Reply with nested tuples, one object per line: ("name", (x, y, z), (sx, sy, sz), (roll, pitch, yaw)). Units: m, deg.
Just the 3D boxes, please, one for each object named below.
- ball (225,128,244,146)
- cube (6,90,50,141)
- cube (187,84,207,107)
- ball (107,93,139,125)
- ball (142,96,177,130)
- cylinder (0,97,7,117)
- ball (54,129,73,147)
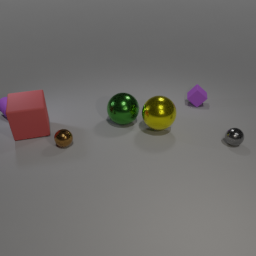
("ball", (4.078, 0.337, 10.726), (0.700, 0.700, 0.700), (0, 29, 0))
("cube", (-4.008, -0.539, 11.335), (1.400, 1.400, 1.400), (-9, 40, -12))
("cube", (3.419, -1.596, 13.851), (0.700, 0.700, 0.700), (39, 33, -13))
("ball", (-0.214, -0.828, 12.095), (1.400, 1.400, 1.400), (0, 29, 0))
("ball", (1.261, -0.613, 11.352), (1.400, 1.400, 1.400), (0, 29, 0))
("cylinder", (-5.440, -0.937, 12.692), (0.700, 0.700, 0.700), (38, 44, 24))
("ball", (-2.451, 0.381, 10.664), (0.700, 0.700, 0.700), (0, 29, 0))
